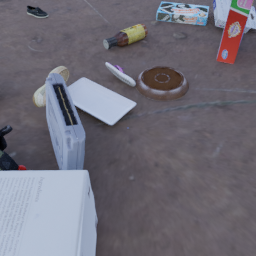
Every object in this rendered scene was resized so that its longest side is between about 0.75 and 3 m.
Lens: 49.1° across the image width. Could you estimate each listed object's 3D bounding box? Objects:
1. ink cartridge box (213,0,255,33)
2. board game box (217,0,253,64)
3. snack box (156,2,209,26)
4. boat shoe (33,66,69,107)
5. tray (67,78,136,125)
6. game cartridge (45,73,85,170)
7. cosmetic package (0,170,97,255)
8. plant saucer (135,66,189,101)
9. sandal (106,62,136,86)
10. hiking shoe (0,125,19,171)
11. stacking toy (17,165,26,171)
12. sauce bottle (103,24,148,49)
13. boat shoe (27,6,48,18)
[{"bbox_3d":[4.347,-4.532,11.339,1.736,0.376,1.705,14,53,-5],"label":"ink cartridge box"},{"bbox_3d":[3.716,-3.955,9.164,0.593,2.941,2.250,17,48,17],"label":"board game box"},{"bbox_3d":[2.331,-4.875,11.889,2.075,0.385,1.205,11,46,10],"label":"snack box"},{"bbox_3d":[-1.959,-1.145,7.682,0.523,0.580,1.609,3,43,23],"label":"boat shoe"},{"bbox_3d":[-0.890,-0.743,7.871,2.065,0.229,1.109,29,53,26],"label":"tray"},{"bbox_3d":[-1.420,0.037,6.155,0.465,1.532,2.298,-5,44,-25],"label":"game cartridge"},{"bbox_3d":[-1.551,1.763,4.369,1.964,1.619,1.620,-1,45,1],"label":"cosmetic package"},{"bbox_3d":[1.042,-1.435,8.549,1.665,0.267,1.665,-1,45,1],"label":"plant saucer"},{"bbox_3d":[-0.184,-1.690,8.629,1.225,0.498,0.301,40,82,20],"label":"sandal"},{"bbox_3d":[-2.864,1.038,5.226,1.472,1.107,2.923,-26,46,6],"label":"hiking shoe"},{"bbox_3d":[-2.401,1.110,5.974,0.337,0.337,0.789,4,41,4],"label":"stacking toy"},{"bbox_3d":[-0.089,-3.312,10.198,1.738,0.574,0.574,-28,52,-27],"label":"sauce bottle"},{"bbox_3d":[-3.929,-5.052,12.080,1.101,0.365,0.411,25,50,23],"label":"boat shoe"}]
